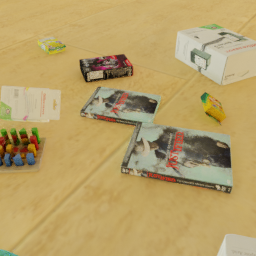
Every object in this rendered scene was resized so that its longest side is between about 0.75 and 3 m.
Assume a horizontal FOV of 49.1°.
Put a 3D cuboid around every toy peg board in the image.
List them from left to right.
[{"bbox_3d":[-2.666,0.478,6.737,1.142,0.559,1.137,-3,38,-3],"label":"toy peg board"}]

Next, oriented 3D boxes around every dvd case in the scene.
[{"bbox_3d":[-0.177,-0.672,8.461,2.117,0.233,1.545,10,39,13],"label":"dvd case"},{"bbox_3d":[1.225,0.610,6.802,2.461,0.271,1.796,8,39,12],"label":"dvd case"}]

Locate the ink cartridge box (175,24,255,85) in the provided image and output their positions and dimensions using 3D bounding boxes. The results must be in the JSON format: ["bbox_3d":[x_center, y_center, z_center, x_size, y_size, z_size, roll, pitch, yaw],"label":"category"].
[{"bbox_3d":[3.372,-2.837,10.464,1.965,1.132,2.693,-19,42,-23],"label":"ink cartridge box"}]

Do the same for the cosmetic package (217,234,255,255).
[{"bbox_3d":[1.796,2.814,3.457,1.332,0.970,2.621,8,38,10],"label":"cosmetic package"}]

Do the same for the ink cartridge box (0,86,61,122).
[{"bbox_3d":[-2.583,-0.619,7.563,1.511,0.885,0.509,3,-7,-9],"label":"ink cartridge box"}]

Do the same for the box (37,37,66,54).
[{"bbox_3d":[-3.249,-3.529,12.020,0.785,0.324,1.338,-23,41,-27],"label":"box"}]

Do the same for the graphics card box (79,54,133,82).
[{"bbox_3d":[-0.807,-2.210,10.231,1.793,0.456,1.125,-11,40,-12],"label":"graphics card box"}]

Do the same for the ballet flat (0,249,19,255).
[{"bbox_3d":[-2.681,2.687,3.536,1.005,1.050,2.983,26,45,29],"label":"ballet flat"}]

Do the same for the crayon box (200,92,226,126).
[{"bbox_3d":[2.461,-0.567,8.067,0.628,0.251,0.989,30,34,-20],"label":"crayon box"}]
